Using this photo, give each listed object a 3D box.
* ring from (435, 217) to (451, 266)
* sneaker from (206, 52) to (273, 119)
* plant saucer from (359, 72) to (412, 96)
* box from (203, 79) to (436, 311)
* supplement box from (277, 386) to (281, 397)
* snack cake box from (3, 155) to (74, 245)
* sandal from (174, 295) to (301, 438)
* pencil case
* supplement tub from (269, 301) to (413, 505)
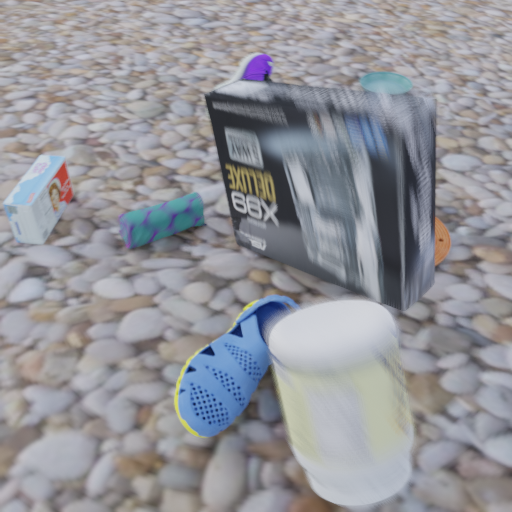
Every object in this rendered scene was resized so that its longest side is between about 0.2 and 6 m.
[{"bbox_3d":[2.548,-0.353,10.373,2.038,0.196,2.038,-1,42,1],"label":"ring"},{"bbox_3d":[0.022,-4.031,13.988,1.444,1.009,2.903,21,50,15],"label":"sneaker"},{"bbox_3d":[3.457,-4.525,14.992,1.395,0.251,1.395,0,42,0],"label":"plant saucer"},{"bbox_3d":[0.928,-1.074,8.608,0.906,2.872,3.642,-33,39,-32],"label":"box"},{"bbox_3d":[0.860,1.626,7.781,1.046,0.685,0.540,-28,49,-26],"label":"supplement box"},{"bbox_3d":[-4.077,-1.089,10.625,0.544,0.930,1.618,5,42,5],"label":"snack cake box"},{"bbox_3d":[-0.159,1.337,7.627,1.002,1.098,2.521,43,51,-6],"label":"sandal"},{"bbox_3d":[-1.726,-0.657,10.342,1.569,0.668,0.725,-19,10,-19],"label":"pencil case"},{"bbox_3d":[1.020,1.649,6.488,1.428,1.970,1.428,-13,12,3],"label":"supplement tub"}]
